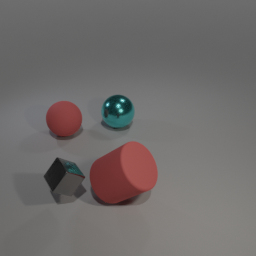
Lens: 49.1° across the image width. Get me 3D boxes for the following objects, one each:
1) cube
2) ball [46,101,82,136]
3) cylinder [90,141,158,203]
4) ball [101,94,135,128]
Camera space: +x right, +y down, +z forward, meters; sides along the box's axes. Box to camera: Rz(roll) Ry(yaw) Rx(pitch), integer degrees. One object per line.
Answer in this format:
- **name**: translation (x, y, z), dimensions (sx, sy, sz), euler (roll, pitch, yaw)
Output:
- **cube**: translation (-1.758, 1.350, 7.729), dimensions (0.700, 0.700, 0.700), euler (29, 10, -47)
- **ball**: translation (-2.509, -0.370, 11.037), dimensions (1.400, 1.400, 1.400), euler (0, 31, 0)
- **cylinder**: translation (-0.125, 1.267, 7.890), dimensions (1.400, 1.400, 1.400), euler (-31, 11, 37)
- **ball**: translation (-0.416, -0.689, 11.645), dimensions (1.400, 1.400, 1.400), euler (0, 31, 0)
